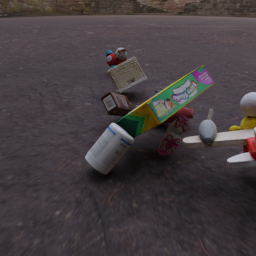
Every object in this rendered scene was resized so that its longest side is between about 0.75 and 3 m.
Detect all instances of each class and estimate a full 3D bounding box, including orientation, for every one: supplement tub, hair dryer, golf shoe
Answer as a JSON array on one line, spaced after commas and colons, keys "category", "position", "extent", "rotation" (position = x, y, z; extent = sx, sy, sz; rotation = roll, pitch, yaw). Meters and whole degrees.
[{"category": "supplement tub", "position": [-0.395, 0.440, 6.066], "extent": [0.640, 0.970, 0.640], "rotation": [40, 5, -4]}, {"category": "hair dryer", "position": [1.138, -0.721, 8.658], "extent": [1.633, 0.583, 2.145], "rotation": [-33, 40, -23]}, {"category": "golf shoe", "position": [1.091, 0.217, 6.921], "extent": [1.138, 0.429, 0.521], "rotation": [-53, 8, -15]}]

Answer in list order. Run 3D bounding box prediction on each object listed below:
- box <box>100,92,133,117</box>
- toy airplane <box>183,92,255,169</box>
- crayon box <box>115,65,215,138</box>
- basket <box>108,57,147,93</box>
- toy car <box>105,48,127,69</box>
[{"category": "box", "position": [-0.300, -0.683, 8.233], "extent": [0.420, 0.562, 1.122], "rotation": [-31, -13, 22]}, {"category": "toy airplane", "position": [2.383, 0.061, 5.225], "extent": [2.119, 1.495, 2.109], "rotation": [-5, -4, -21]}, {"category": "crayon box", "position": [0.808, -0.557, 6.664], "extent": [1.987, 0.579, 1.714], "rotation": [-35, 2, -31]}, {"category": "basket", "position": [-0.063, -1.964, 10.461], "extent": [1.169, 0.948, 1.179], "rotation": [-28, 10, -2]}, {"category": "toy car", "position": [-0.450, -3.341, 12.934], "extent": [0.978, 1.105, 1.019], "rotation": [-11, 71, -20]}]
